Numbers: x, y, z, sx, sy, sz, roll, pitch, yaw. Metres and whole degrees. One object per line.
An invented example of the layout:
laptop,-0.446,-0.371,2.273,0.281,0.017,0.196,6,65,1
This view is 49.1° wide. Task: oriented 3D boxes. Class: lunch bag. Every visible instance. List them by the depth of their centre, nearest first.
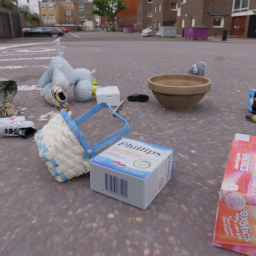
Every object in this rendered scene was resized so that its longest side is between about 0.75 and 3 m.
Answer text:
lunch bag,-6.675,-1.447,12.586,2.336,1.675,2.849,3,25,18

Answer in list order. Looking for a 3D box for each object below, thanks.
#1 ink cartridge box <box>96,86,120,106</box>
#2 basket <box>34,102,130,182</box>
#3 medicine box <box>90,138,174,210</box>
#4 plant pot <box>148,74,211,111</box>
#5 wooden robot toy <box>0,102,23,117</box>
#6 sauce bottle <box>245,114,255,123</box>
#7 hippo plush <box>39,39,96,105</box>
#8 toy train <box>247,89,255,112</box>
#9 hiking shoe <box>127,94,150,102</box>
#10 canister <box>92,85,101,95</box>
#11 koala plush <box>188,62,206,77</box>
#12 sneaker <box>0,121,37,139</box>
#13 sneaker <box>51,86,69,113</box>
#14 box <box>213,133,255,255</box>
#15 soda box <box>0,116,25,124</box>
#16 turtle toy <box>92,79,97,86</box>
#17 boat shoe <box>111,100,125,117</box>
ink cartridge box,-1.050,-1.650,14.450,1.165,0.683,1.591,-3,23,-7
basket,-1.331,0.217,8.138,2.464,1.714,2.172,-36,30,-5
medicine box,0.141,1.090,7.405,1.604,0.906,1.761,13,25,28
plant pot,2.437,-1.704,13.665,2.998,1.384,2.998,1,22,0
wooden robot toy,-5.429,-0.881,12.607,1.261,0.572,0.556,-21,22,-29
sauce bottle,5.441,-0.366,11.806,0.321,0.321,0.992,-17,25,-35
hippo plush,-3.110,-2.432,14.690,2.390,2.973,2.368,11,-26,-38
toy train,6.885,-1.149,12.586,2.886,1.251,1.649,3,16,8
hiking shoe,0.570,-1.663,14.807,1.173,0.444,0.591,3,26,10
canister,-2.070,-2.245,16.312,0.950,0.411,0.706,15,26,35
koala plush,4.112,-3.043,16.581,1.529,1.664,1.475,18,27,37
sneaker,-4.068,0.112,10.277,1.441,0.560,1.008,-14,25,-29
sneaker,-2.750,-1.073,11.708,0.521,1.390,0.626,-40,45,-23
box,2.888,1.327,6.190,1.480,1.366,2.885,9,24,22
soda box,-4.746,-0.095,10.881,1.437,0.489,0.457,-6,23,-16
turtle toy,-2.333,-2.844,17.794,0.752,0.380,0.548,-1,46,4
boat shoe,-0.367,-0.813,11.772,0.825,0.248,0.294,-52,12,-12
